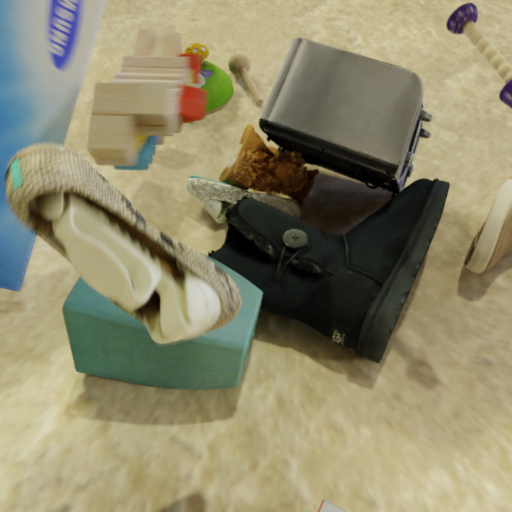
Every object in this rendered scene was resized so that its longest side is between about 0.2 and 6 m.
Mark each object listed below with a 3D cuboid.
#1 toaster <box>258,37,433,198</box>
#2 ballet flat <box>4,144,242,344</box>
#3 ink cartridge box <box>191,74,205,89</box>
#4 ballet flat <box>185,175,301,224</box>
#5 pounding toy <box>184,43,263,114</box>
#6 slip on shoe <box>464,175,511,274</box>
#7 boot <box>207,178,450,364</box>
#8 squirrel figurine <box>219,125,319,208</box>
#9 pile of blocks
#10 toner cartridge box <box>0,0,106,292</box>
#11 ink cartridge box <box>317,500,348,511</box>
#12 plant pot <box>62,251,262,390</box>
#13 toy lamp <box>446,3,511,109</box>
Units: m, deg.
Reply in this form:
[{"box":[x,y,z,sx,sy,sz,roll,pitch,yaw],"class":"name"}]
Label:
[{"box":[1.416,-2.138,9.070,2.661,2.406,1.579,23,95,16],"class":"toaster"},{"box":[-0.878,0.148,4.212,0.797,2.350,0.885,-39,37,9],"class":"ballet flat"},{"box":[-1.355,-3.186,9.864,0.545,0.309,0.743,-43,89,-1],"class":"ink cartridge box"},{"box":[-0.307,-0.801,9.191,2.058,0.738,0.738,15,48,14],"class":"ballet flat"},{"box":[-1.116,-3.915,11.802,2.281,1.058,1.761,-10,48,-9],"class":"pounding toy"},{"box":[4.212,-0.670,8.793,0.921,1.156,3.041,30,47,20],"class":"slip on shoe"},{"box":[1.055,-0.339,8.253,2.845,1.293,3.386,24,57,16],"class":"boot"},{"box":[0.319,-1.316,9.239,1.453,1.102,1.557,25,11,-17],"class":"squirrel figurine"},{"box":[-1.237,-1.969,7.665,1.161,1.534,3.736,2,34,0],"class":"pile of blocks"},{"box":[-3.117,-1.752,6.357,1.904,4.009,0.865,15,7,-27],"class":"toner cartridge box"},{"box":[0.758,2.919,5.598,0.539,0.745,0.541,23,51,16],"class":"ink cartridge box"},{"box":[-1.078,0.808,7.175,2.107,1.489,1.488,16,48,4],"class":"plant pot"},{"box":[2.546,-2.064,5.938,0.416,0.416,1.430,-16,63,-14],"class":"toy lamp"}]
